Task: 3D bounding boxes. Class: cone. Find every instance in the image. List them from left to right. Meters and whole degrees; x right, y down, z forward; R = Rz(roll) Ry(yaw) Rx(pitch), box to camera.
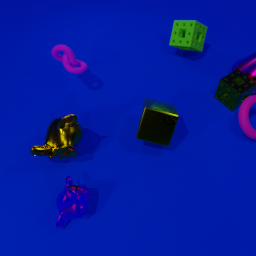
[{"bbox_3d":[4.254,-2.070,8.379,1.622,1.628,1.622,5,58,-8],"label":"cone"}]

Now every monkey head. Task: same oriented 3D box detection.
[{"bbox_3d":[-1.777,0.219,6.947,1.272,1.768,1.066,2,77,-26],"label":"monkey head"},{"bbox_3d":[-1.324,1.596,6.219,0.737,0.880,1.223,-8,60,27],"label":"monkey head"}]

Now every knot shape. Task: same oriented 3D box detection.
[{"bbox_3d":[-1.703,-1.985,8.286,1.081,1.012,0.500,43,93,-8],"label":"knot shape"}]

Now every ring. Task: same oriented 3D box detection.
[{"bbox_3d":[3.538,-0.284,7.671,1.236,0.247,1.236,2,85,-23],"label":"ring"}]

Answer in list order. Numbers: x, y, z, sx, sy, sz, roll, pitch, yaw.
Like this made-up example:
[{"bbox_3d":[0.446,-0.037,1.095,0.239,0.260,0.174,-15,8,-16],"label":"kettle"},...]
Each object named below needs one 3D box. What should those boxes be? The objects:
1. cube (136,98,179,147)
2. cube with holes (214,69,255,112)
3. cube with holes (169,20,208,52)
[{"bbox_3d":[0.746,-0.170,7.306,0.882,0.882,0.882,14,22,-2],"label":"cube"},{"bbox_3d":[3.200,-1.126,8.379,0.758,0.758,0.758,-29,58,-20],"label":"cube with holes"},{"bbox_3d":[2.039,-3.101,9.452,0.819,0.819,0.819,20,14,41],"label":"cube with holes"}]
